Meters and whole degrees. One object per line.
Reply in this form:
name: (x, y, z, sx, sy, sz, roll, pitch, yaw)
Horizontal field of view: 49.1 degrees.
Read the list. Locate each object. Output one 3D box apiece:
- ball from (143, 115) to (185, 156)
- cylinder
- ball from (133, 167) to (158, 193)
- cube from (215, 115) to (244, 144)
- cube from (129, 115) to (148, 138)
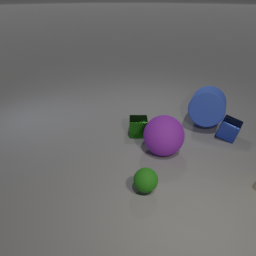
ball: (1.229, 0.255, 9.594, 1.400, 1.400, 1.400, 0, 27, 0)
cylinder: (3.201, -0.891, 11.248, 1.400, 1.400, 1.400, 9, 20, 17)
ball: (0.501, 1.463, 7.884, 0.700, 0.700, 0.700, 0, 27, 0)
cube: (3.855, 0.031, 10.640, 0.700, 0.700, 0.700, 27, 36, 18)
cube: (0.407, -0.059, 10.965, 0.700, 0.700, 0.700, 0, 28, 0)
